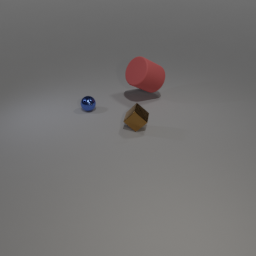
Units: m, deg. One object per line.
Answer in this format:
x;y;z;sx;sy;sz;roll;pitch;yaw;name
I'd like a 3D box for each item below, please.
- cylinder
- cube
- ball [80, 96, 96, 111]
0.831;-2.535;13.413;1.400;1.400;1.400;12;14;-46;cylinder
0.341;-0.422;11.237;0.700;0.700;0.700;39;33;-17;cube
-1.813;-1.118;12.776;0.700;0.700;0.700;0;30;0;ball
